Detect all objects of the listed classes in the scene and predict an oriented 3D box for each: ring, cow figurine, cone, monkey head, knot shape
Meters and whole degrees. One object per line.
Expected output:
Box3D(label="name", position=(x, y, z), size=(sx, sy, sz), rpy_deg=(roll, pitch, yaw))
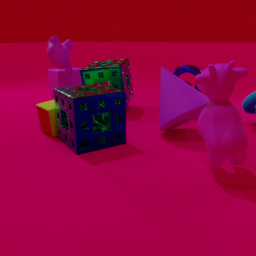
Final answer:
Box3D(label="ring", position=(4.017, -0.825, 7.807), size=(1.617, 0.323, 1.617), rpy_deg=(-10, -20, -4))
Box3D(label="cow figurine", position=(1.687, -0.250, 5.011), size=(0.908, 1.628, 1.654), rpy_deg=(-8, 55, 3))
Box3D(label="cone", position=(1.222, -0.965, 7.429), size=(1.582, 1.588, 1.582), rpy_deg=(-23, -12, -5))
Box3D(label="monkey head", position=(-2.339, -2.694, 10.017), size=(1.123, 1.561, 0.941), rpy_deg=(-34, 43, -15))
Box3D(label="knot shape", position=(1.888, -1.113, 9.334), size=(0.796, 1.724, 1.613), rpy_deg=(-14, -8, -27))

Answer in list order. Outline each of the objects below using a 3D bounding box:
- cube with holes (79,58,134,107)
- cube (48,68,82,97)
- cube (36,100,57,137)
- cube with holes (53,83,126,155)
Box3D(label="cube with holes", position=(-0.680, -1.554, 9.772), size=(1.388, 1.388, 1.388), rpy_deg=(-3, 23, 13))
Box3D(label="cube", position=(-2.563, -1.891, 11.765), size=(1.146, 1.146, 1.146), rpy_deg=(-13, 20, -34))
Box3D(label="cube", position=(-1.924, -0.304, 7.627), size=(0.765, 0.765, 0.765), rpy_deg=(-22, 28, -36))
Box3D(label="cube with holes", position=(-0.935, -0.296, 6.874), size=(1.303, 1.303, 1.303), rpy_deg=(-12, 22, -31))
